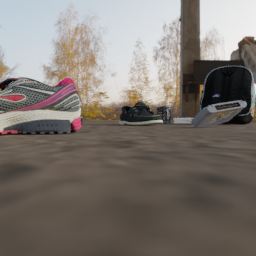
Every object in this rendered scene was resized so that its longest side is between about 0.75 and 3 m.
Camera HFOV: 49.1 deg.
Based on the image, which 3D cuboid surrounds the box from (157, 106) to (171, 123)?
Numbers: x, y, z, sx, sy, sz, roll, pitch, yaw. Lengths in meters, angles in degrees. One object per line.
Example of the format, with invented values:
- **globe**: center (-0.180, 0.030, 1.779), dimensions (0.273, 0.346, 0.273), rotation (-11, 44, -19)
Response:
- **box**: center (1.781, -0.656, 13.972), dimensions (0.270, 0.856, 1.085), rotation (-1, 1, -19)

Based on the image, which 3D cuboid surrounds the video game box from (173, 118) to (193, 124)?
- **video game box**: center (2.799, -0.349, 13.451), dimensions (1.221, 0.286, 1.113), rotation (0, 4, 6)

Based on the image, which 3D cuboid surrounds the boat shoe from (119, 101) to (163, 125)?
- **boat shoe**: center (0.390, -0.517, 9.892), dimensions (0.941, 0.835, 2.517), rotation (-1, 2, -20)

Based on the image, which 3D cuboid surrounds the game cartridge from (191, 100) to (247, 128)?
- **game cartridge**: center (2.296, -0.340, 7.157), dimensions (1.297, 0.269, 0.863), rotation (-10, -29, -25)

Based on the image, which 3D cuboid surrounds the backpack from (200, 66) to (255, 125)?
- **backpack**: center (4.016, -1.261, 11.159), dimensions (2.037, 2.294, 1.727), rotation (0, -18, 28)

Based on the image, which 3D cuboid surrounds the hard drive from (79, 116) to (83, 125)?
- **hard drive**: center (-2.651, -0.242, 9.416), dimensions (1.957, 0.322, 1.366), rotation (-1, 2, -24)

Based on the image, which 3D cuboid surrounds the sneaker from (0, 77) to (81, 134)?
- **sneaker**: center (-1.848, -0.339, 4.117), dimensions (2.327, 0.869, 0.938), rotation (-2, 3, -32)
